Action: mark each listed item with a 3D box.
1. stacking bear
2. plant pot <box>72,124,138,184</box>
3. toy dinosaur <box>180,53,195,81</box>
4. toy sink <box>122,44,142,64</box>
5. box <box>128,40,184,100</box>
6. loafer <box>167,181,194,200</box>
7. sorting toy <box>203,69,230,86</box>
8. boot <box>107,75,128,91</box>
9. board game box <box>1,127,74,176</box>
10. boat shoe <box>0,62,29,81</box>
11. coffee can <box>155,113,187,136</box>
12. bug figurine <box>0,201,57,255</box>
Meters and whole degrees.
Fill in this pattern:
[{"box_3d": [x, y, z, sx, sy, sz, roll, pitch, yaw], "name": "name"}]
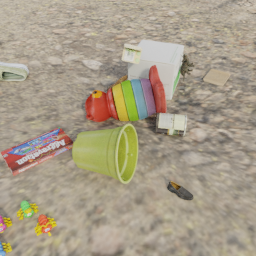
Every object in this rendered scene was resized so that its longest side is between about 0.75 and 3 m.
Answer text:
[{"box_3d": [-0.174, -1.011, 10.551, 2.958, 1.682, 1.796, -12, 45, 2], "name": "stacking bear"}, {"box_3d": [-0.730, 0.722, 8.556, 1.623, 1.765, 1.765, 2, 39, 20], "name": "plant pot"}, {"box_3d": [2.393, -2.497, 11.614, 0.580, 1.135, 0.437, 18, 12, 28], "name": "toy dinosaur"}, {"box_3d": [0.137, -2.750, 10.405, 0.677, 0.582, 1.039, 10, 19, -5], "name": "toy sink"}, {"box_3d": [1.215, -2.589, 12.271, 2.035, 1.744, 2.025, 12, 41, 15], "name": "box"}, {"box_3d": [1.523, 1.821, 8.132, 0.820, 0.296, 0.298, 23, 44, 24], "name": "loafer"}, {"box_3d": [4.209, -2.381, 13.295, 0.989, 0.195, 1.069, 22, 49, 24], "name": "sorting toy"}, {"box_3d": [-0.357, -1.801, 11.881, 0.415, 0.405, 1.101, 43, 74, 12], "name": "boot"}, {"box_3d": [-3.038, 0.727, 9.521, 2.178, 0.212, 1.121, -27, 48, -28], "name": "board game box"}, {"box_3d": [-5.897, -2.597, 13.037, 2.386, 0.859, 0.740, -3, 42, -8], "name": "boat shoe"}, {"box_3d": [1.548, -0.129, 10.100, 1.054, 0.771, 0.771, 6, 40, 7], "name": "coffee can"}, {"box_3d": [-2.809, 2.539, 7.152, 1.747, 0.450, 1.355, -26, 46, -27], "name": "bug figurine"}]
